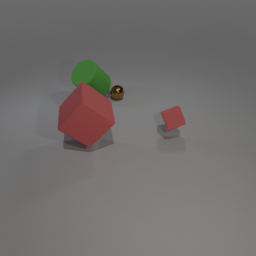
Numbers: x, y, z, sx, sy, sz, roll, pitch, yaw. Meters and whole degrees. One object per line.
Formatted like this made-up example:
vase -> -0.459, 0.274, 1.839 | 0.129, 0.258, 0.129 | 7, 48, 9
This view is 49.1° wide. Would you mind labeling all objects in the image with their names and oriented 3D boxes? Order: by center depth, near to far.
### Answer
cube -> -1.476, -0.469, 9.865 | 1.400, 1.400, 1.400 | 34, 25, -31
cube -> 1.710, -0.383, 10.616 | 0.700, 0.700, 0.700 | -22, 6, 5
cylinder -> -1.741, -2.319, 13.379 | 1.400, 1.400, 1.400 | -10, 67, 25
ball -> -0.520, -1.746, 13.682 | 0.700, 0.700, 0.700 | 0, 33, 0
